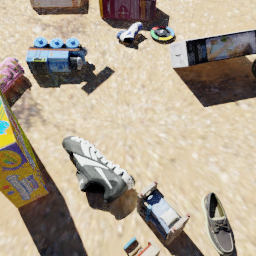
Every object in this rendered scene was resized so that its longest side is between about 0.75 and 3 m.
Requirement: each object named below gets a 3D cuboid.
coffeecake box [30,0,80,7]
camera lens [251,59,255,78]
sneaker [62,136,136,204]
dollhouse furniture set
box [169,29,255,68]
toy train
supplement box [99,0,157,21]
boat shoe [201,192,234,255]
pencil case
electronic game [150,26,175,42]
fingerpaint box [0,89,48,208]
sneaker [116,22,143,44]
[{"bbox_3d":[-2.959,-5.716,11.533,1.974,0.721,1.516,-2,54,-1],"label":"coffeecake box"},{"bbox_3d":[4.502,-2.009,8.712,1.158,0.926,0.926,-38,62,-25],"label":"camera lens"},{"bbox_3d":[-0.935,0.986,6.655,2.173,0.722,0.983,34,58,20],"label":"sneaker"},{"bbox_3d":[0.359,2.036,5.706,1.446,1.013,1.019,-36,61,-23],"label":"dollhouse furniture set"},{"bbox_3d":[2.716,-2.459,8.692,2.502,0.752,1.459,-11,12,-7],"label":"box"},{"bbox_3d":[-2.282,-2.283,9.019,1.939,0.841,1.108,1,63,-2],"label":"toy train"},{"bbox_3d":[0.036,-4.908,10.824,2.125,0.910,1.173,7,54,5],"label":"supplement box"},{"bbox_3d":[1.930,2.038,6.067,0.486,0.430,1.328,-10,55,-7],"label":"boat shoe"},{"bbox_3d":[-3.846,-1.364,8.393,0.740,0.708,1.711,-12,40,46],"label":"pencil case"},{"bbox_3d":[1.257,-3.453,10.219,0.893,0.186,0.893,0,54,0],"label":"electronic game"},{"bbox_3d":[-2.694,0.387,6.113,0.841,2.294,1.914,-24,58,-15],"label":"fingerpaint box"},{"bbox_3d":[0.150,-3.301,10.015,1.022,0.413,0.590,-31,63,-12],"label":"sneaker"}]
